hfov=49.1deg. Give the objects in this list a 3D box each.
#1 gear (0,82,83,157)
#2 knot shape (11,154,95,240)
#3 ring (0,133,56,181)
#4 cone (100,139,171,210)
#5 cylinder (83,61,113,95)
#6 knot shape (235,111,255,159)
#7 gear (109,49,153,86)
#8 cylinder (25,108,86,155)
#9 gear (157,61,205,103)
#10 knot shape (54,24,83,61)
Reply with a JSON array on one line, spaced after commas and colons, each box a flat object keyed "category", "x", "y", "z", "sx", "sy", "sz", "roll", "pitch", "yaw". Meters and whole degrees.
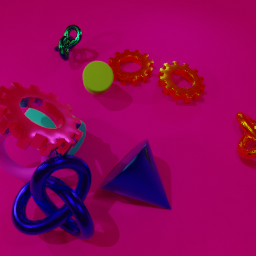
[{"category": "gear", "x": -1.912, "y": -0.222, "z": 6.048, "sx": 1.920, "sy": 0.355, "sz": 1.920, "roll": 31, "pitch": 26, "yaw": -17}, {"category": "knot shape", "x": -1.473, "y": 1.729, "z": 6.221, "sx": 2.045, "sy": 0.945, "sz": 1.913, "roll": -42, "pitch": 89, "yaw": 12}, {"category": "ring", "x": -2.531, "y": 0.584, "z": 6.742, "sx": 1.667, "sy": 1.667, "sz": 0.333, "roll": 10, "pitch": 29, "yaw": 7}, {"category": "cone", "x": 0.480, "y": 1.442, "z": 6.928, "sx": 1.673, "sy": 1.667, "sz": 1.667, "roll": 45, "pitch": 63, "yaw": -3}, {"category": "cylinder", "x": -0.921, "y": -1.503, "z": 8.559, "sx": 0.890, "sy": 0.890, "sz": 0.890, "roll": 0, "pitch": 90, "yaw": -8}, {"category": "knot shape", "x": 3.632, "y": 0.102, "z": 7.740, "sx": 1.746, "sy": 0.807, "sz": 1.634, "roll": -20, "pitch": 45, "yaw": -15}, {"category": "gear", "x": 0.084, "y": -2.135, "z": 9.777, "sx": 1.565, "sy": 0.289, "sz": 1.565, "roll": 0, "pitch": 55, "yaw": 0}, {"category": "cylinder", "x": -2.015, "y": 0.087, "z": 7.592, "sx": 1.268, "sy": 1.268, "sz": 1.268, "roll": 31, "pitch": 60, "yaw": 20}, {"category": "gear", "x": 1.736, "y": -1.519, "z": 9.147, "sx": 1.544, "sy": 0.286, "sz": 1.544, "roll": 7, "pitch": 56, "yaw": -10}, {"category": "knot shape", "x": -2.144, "y": -2.897, "z": 9.788, "sx": 0.605, "sy": 1.309, "sz": 1.225, "roll": 31, "pitch": 45, "yaw": -22}]
